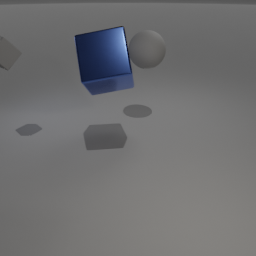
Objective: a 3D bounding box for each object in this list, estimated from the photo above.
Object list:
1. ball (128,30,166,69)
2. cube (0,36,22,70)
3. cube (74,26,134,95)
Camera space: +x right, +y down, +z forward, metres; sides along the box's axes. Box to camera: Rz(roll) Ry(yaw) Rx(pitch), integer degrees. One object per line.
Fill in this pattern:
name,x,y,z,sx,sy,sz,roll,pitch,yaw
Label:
ball,0.711,-2.918,10.465,1.400,1.400,1.400,0,28,0
cube,-3.811,-2.271,8.463,0.700,0.700,0.700,24,76,42
cube,-0.635,-1.894,8.182,1.400,1.400,1.400,-10,-8,2
